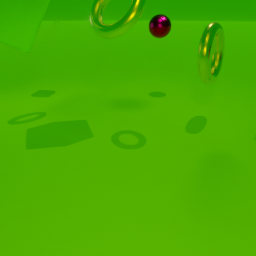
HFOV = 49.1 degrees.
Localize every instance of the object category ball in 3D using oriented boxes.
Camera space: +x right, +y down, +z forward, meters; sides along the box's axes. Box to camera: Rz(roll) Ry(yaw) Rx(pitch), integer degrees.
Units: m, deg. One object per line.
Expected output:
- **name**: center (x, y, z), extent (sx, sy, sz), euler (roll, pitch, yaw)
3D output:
- **ball**: center (1.096, -3.488, 9.609), extent (0.786, 0.786, 0.786), euler (0, 23, 0)

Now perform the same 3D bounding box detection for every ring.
- **ring**: center (2.072, -1.822, 6.930), extent (0.300, 1.499, 1.499), euler (11, 26, 30)
- **ring**: center (-0.198, -2.122, 4.938), extent (1.159, 1.159, 0.232), euler (19, -4, 37)

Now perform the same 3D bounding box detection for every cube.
- **cube**: center (-2.300, -2.448, 5.152), extent (1.360, 1.360, 1.360), euler (16, 26, -32)
